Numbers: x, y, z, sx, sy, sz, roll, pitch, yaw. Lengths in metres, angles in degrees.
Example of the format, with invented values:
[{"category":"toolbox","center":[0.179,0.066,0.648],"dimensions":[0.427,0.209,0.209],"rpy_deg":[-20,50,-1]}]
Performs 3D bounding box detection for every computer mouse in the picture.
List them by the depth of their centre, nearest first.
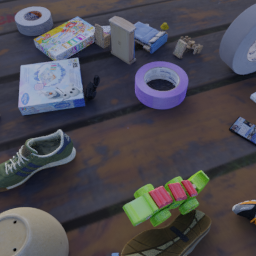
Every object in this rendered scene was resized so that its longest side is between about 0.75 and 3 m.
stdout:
[{"category":"computer mouse","center":[-1.227,-1.466,10.249],"dimensions":[0.373,2.194,0.643],"rpy_deg":[8,83,-16]}]

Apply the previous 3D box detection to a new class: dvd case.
[{"category":"dvd case","center":[4.333,0.103,10.163],"dimensions":[1.096,0.096,0.782],"rpy_deg":[35,61,24]}]

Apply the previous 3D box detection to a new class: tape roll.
[{"category":"tape roll","center":[1.320,-1.739,11.208],"dimensions":[2.079,0.682,2.079],"rpy_deg":[0,53,-1]},{"category":"tape roll","center":[5.119,-3.517,11.229],"dimensions":[2.791,2.791,0.922],"rpy_deg":[-20,56,-15]},{"category":"tape roll","center":[-4.707,-5.380,14.069],"dimensions":[1.763,0.582,1.763],"rpy_deg":[0,53,0]}]

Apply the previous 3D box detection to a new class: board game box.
[{"category":"board game box","center":[-3.071,-1.734,11.292],"dimensions":[2.424,0.528,2.436],"rpy_deg":[-8,53,-7]},{"category":"board game box","center":[-2.816,-4.202,13.194],"dimensions":[2.596,0.444,1.745],"rpy_deg":[-39,62,-24]}]

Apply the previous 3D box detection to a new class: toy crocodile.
[{"category":"toy crocodile","center":[1.119,1.842,7.491],"dimensions":[2.905,0.897,0.981],"rpy_deg":[-7,54,-38]}]

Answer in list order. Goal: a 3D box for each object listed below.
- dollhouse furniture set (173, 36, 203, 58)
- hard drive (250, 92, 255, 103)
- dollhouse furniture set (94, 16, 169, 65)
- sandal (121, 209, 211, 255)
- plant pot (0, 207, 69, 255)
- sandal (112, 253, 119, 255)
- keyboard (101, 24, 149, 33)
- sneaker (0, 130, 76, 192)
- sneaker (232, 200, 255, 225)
[{"category":"dollhouse furniture set","center":[2.662,-3.652,12.859],"dimensions":[1.067,0.694,0.980],"rpy_deg":[-19,52,-40]},{"category":"hard drive","center":[5.829,-0.888,10.831],"dimensions":[1.188,0.240,1.801],"rpy_deg":[-26,57,-19]},{"category":"dollhouse furniture set","center":[0.224,-4.641,12.697],"dimensions":[2.516,1.739,2.666],"rpy_deg":[37,62,22]},{"category":"sandal","center":[1.124,3.112,7.470],"dimensions":[2.815,0.760,1.131],"rpy_deg":[-19,38,-32]},{"category":"plant pot","center":[-2.795,2.982,7.023],"dimensions":[2.343,1.573,2.343],"rpy_deg":[0,53,0]},{"category":"sandal","center":[-0.582,3.873,6.884],"dimensions":[2.017,0.802,0.878],"rpy_deg":[-30,57,-32]},{"category":"keyboard","center":[-0.284,-4.846,13.936],"dimensions":[2.739,0.146,0.771],"rpy_deg":[-4,53,-3]},{"category":"sneaker","center":[-3.135,0.889,8.776],"dimensions":[2.945,1.322,0.988],"rpy_deg":[-22,56,-16]},{"category":"sneaker","center":[3.955,2.600,7.849],"dimensions":[1.989,0.778,0.768],"rpy_deg":[14,62,11]}]
